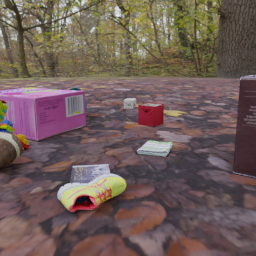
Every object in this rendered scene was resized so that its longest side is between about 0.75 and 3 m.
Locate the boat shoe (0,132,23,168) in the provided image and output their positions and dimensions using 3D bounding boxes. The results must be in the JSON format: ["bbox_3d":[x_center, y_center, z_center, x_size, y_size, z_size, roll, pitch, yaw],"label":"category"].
[{"bbox_3d":[-3.716,0.532,6.426,2.488,0.919,0.920,-3,30,19],"label":"boat shoe"}]

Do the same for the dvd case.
[{"bbox_3d":[-0.793,1.016,6.011,0.832,0.089,1.119,-2,13,-8],"label":"dvd case"}]

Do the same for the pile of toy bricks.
[{"bbox_3d":[-3.457,-0.262,7.220,1.270,1.130,2.290,6,-22,18],"label":"pile of toy bricks"}]

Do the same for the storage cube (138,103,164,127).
[{"bbox_3d":[0.915,-0.546,11.180,0.768,0.808,0.898,9,17,33],"label":"storage cube"}]

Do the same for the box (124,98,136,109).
[{"bbox_3d":[0.105,-1.347,15.374,0.550,0.469,0.860,3,13,11],"label":"box"}]

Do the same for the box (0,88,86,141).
[{"bbox_3d":[-3.465,-0.656,10.311,2.888,1.396,2.540,7,15,28],"label":"box"}]

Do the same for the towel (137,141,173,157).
[{"bbox_3d":[0.794,0.536,7.909,0.837,0.172,1.121,5,14,17],"label":"towel"}]

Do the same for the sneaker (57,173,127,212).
[{"bbox_3d":[-0.541,1.160,4.762,1.207,0.472,0.545,-12,25,-23],"label":"sneaker"}]

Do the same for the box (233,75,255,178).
[{"bbox_3d":[3.488,-0.080,6.155,1.764,2.148,1.782,9,15,34],"label":"box"}]

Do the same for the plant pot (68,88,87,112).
[{"bbox_3d":[-2.365,-1.001,12.529,1.351,1.351,0.910,8,-28,31],"label":"plant pot"}]
